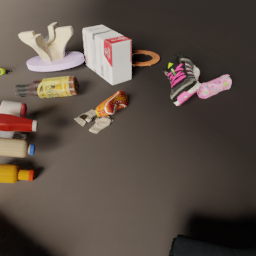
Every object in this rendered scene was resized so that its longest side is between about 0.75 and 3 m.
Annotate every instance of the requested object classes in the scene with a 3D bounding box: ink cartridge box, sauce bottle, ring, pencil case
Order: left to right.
[{"bbox_3d":[-2.901,-1.413,10.025,2.217,0.732,0.732,-6,36,7],"label":"sauce bottle"},{"bbox_3d":[-0.866,-3.021,11.370,0.970,1.671,2.317,-22,42,-27],"label":"ink cartridge box"},{"bbox_3d":[0.579,-3.189,12.889,1.748,0.168,1.748,0,37,0],"label":"ring"},{"bbox_3d":[3.183,-1.539,10.290,1.412,0.617,0.617,-23,42,-27],"label":"pencil case"}]

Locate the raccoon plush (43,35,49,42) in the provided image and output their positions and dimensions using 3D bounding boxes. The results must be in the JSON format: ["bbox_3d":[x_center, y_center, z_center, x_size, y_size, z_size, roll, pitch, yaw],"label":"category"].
[{"bbox_3d":[-4.100,-4.234,14.192,1.233,0.597,0.826,-12,43,31],"label":"raccoon plush"}]

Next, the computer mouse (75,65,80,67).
[{"bbox_3d":[-2.318,-3.076,12.717,0.463,0.269,1.580,-11,31,5],"label":"computer mouse"}]

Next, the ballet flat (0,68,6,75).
[{"bbox_3d":[-5.482,-2.385,11.669,0.953,0.318,0.320,12,26,25],"label":"ballet flat"}]

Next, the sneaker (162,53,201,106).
[{"bbox_3d":[1.779,-1.834,9.849,1.296,1.093,2.963,44,33,-13],"label":"sneaker"}]

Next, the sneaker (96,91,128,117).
[{"bbox_3d":[-0.513,-0.838,9.273,0.641,0.607,1.662,-11,12,32],"label":"sneaker"}]

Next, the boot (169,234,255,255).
[{"bbox_3d":[1.481,2.822,4.218,1.905,0.866,2.267,-3,51,17],"label":"boot"}]

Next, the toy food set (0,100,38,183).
[{"bbox_3d":[-2.917,0.190,7.470,1.176,1.248,2.614,7,35,-11],"label":"toy food set"}]

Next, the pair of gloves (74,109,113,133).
[{"bbox_3d":[-1.069,-0.259,8.900,1.064,0.186,0.904,26,44,30],"label":"pair of gloves"}]

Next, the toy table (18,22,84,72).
[{"bbox_3d":[-3.231,-3.393,11.771,2.548,1.492,2.343,-8,34,4],"label":"toy table"}]
